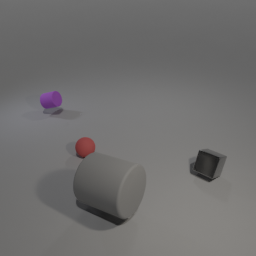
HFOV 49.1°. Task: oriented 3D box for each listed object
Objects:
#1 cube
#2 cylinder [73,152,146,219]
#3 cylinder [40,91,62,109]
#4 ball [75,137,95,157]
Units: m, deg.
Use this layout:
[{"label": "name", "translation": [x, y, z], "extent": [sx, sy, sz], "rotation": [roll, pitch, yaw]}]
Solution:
[{"label": "cube", "translation": [2.583, 1.109, 8.836], "extent": [0.700, 0.700, 0.700], "rotation": [23, 13, 34]}, {"label": "cylinder", "translation": [-0.448, 1.456, 7.284], "extent": [1.400, 1.400, 1.400], "rotation": [12, 31, 30]}, {"label": "cylinder", "translation": [-3.428, -1.250, 12.490], "extent": [0.700, 0.700, 0.700], "rotation": [-8, 25, 25]}, {"label": "ball", "translation": [-1.493, 0.668, 9.794], "extent": [0.700, 0.700, 0.700], "rotation": [0, 30, 0]}]
